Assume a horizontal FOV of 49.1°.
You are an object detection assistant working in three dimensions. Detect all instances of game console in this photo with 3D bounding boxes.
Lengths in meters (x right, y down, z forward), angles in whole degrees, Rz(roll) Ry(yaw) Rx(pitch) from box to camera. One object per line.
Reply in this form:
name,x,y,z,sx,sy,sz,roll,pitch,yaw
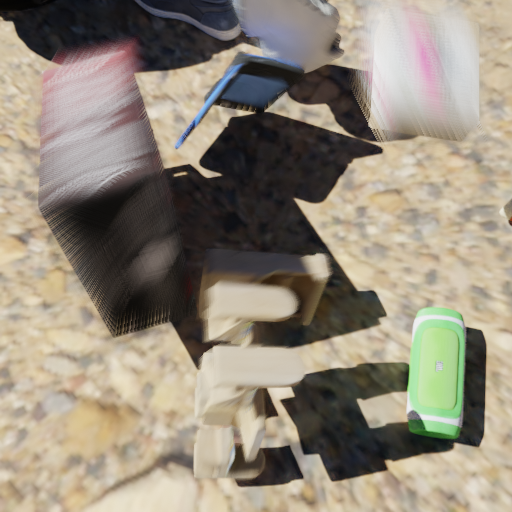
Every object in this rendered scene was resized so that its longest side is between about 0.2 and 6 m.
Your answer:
game console,-0.285,-2.101,8.073,1.441,1.688,0.999,5,83,-21

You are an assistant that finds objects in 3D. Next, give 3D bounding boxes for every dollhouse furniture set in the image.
dollhouse furniture set,0.121,1.129,6.683,1.539,2.172,2.365,3,46,-9

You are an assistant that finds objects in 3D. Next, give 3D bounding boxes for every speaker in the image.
speaker,2.341,1.503,7.263,0.700,0.700,1.583,9,68,4

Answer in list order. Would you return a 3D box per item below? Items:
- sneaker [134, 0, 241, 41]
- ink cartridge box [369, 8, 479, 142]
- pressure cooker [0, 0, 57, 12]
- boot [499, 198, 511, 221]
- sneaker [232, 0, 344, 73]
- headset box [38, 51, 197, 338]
sneaker,-1.252,-4.662,9.313,2.180,1.575,0.829,24,72,11
ink cartridge box,1.688,-1.816,5.618,0.977,0.445,1.185,8,71,-3
pressure cooker,-4.355,-6.408,8.782,3.451,3.398,3.864,-32,84,-2
boot,4.873,-1.196,8.198,1.546,1.082,2.883,40,74,20
sneaker,0.450,-3.536,7.958,1.300,2.986,1.112,-12,80,17
headset box,-1.717,-0.899,6.992,1.130,2.239,3.013,-15,48,-4
